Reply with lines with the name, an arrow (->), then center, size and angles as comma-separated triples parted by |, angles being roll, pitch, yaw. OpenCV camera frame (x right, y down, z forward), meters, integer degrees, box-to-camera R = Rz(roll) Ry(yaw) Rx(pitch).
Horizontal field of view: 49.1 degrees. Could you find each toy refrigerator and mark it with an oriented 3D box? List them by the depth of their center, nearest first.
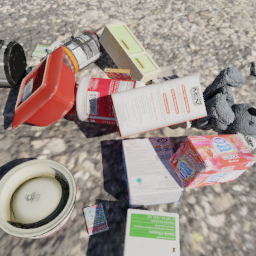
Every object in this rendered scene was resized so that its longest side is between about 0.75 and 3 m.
toy refrigerator -> 0.064, -2.954, 11.227 | 1.031, 0.950, 2.715 | -23, 72, -37

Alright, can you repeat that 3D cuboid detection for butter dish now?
butter dish -> -2.631, -1.116, 9.984 | 2.559, 1.896, 2.566 | -32, 43, 28

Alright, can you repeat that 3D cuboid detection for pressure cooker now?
pressure cooker -> -5.283, -2.542, 11.031 | 2.064, 1.816, 1.844 | 4, 96, 3

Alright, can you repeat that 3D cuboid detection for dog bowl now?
dog bowl -> -2.573, 2.076, 8.033 | 2.314, 0.853, 2.314 | 0, 53, 0

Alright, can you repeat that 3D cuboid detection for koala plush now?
koala plush -> 3.641, -0.470, 9.640 | 2.312, 2.125, 2.050 | 27, 65, -5

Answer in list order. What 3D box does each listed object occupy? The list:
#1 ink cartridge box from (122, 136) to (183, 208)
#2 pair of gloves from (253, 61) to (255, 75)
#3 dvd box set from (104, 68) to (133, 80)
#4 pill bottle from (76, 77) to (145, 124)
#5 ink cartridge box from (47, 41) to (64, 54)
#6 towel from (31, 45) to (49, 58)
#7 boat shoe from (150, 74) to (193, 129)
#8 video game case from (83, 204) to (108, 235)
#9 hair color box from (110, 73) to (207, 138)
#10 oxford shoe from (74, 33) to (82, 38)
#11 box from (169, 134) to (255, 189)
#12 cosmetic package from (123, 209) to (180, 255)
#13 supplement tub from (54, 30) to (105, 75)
ink cartridge box -> 0.664, 1.156, 8.715 | 1.570, 0.879, 2.302 | -5, 53, -6
pair of gloves -> 6.010, -2.476, 11.973 | 1.237, 0.217, 1.052 | 13, 53, 9
dvd box set -> -0.315, -1.861, 9.689 | 0.884, 0.647, 0.130 | 6, 80, 12
pill bottle -> -0.275, -0.910, 9.886 | 2.835, 1.591, 1.591 | 5, 52, 4
ink cartridge box -> -3.049, -3.481, 12.636 | 0.940, 0.396, 0.687 | 25, 56, 18
towel -> -3.980, -3.503, 12.853 | 0.631, 0.130, 0.846 | 9, 50, 4
boat shoe -> 1.927, -1.111, 10.406 | 1.212, 0.976, 2.614 | -19, 53, -16
video game case -> -0.935, 2.628, 8.095 | 0.564, 0.069, 0.789 | -14, 53, -11
hair color box -> 0.912, -0.700, 8.696 | 2.717, 0.832, 1.379 | -14, 95, -5
oxford shoe -> -1.855, -4.197, 13.143 | 1.709, 0.493, 0.642 | 29, 61, 23
box -> 2.498, 0.946, 8.224 | 2.206, 1.132, 1.044 | -2, 48, -33
cosmetic package -> 0.524, 3.449, 6.810 | 1.387, 1.094, 2.578 | 4, 51, 1
supplement tub -> -2.219, -3.020, 11.729 | 1.290, 1.290, 2.412 | 37, 60, 25
